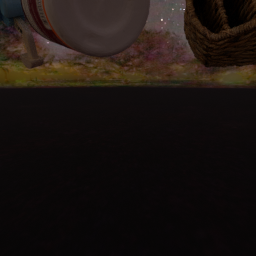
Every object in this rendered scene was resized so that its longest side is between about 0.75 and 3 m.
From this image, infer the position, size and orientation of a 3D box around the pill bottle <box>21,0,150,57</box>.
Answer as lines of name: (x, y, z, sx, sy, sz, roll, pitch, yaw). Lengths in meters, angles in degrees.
pill bottle: (-1.036, -2.375, 5.270, 1.694, 1.694, 2.968, -5, 23, -28)

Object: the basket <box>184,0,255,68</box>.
basket: (2.343, -3.018, 6.552, 1.882, 2.637, 1.964, -1, -24, 0)

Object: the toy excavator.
toy excavator: (-2.935, -2.911, 7.276, 1.078, 2.099, 2.159, -29, 69, -35)
